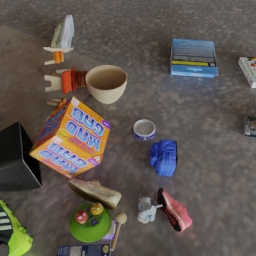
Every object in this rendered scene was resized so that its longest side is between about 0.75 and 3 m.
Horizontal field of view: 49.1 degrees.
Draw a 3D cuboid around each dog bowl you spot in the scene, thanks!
[{"bbox_3d":[0.625,0.074,10.708,0.821,0.323,0.821,0,47,0],"label":"dog bowl"}]

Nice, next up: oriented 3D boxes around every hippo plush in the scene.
[{"bbox_3d":[0.498,2.374,8.361,0.631,0.792,0.637,0,35,-29],"label":"hippo plush"}]

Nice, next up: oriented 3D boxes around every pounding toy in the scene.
[{"bbox_3d":[-0.903,2.519,7.808,1.555,0.722,1.200,14,42,15],"label":"pounding toy"}]

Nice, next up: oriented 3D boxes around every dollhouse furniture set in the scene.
[{"bbox_3d":[-2.374,-1.903,11.230,1.331,2.584,2.556,0,16,-2],"label":"dollhouse furniture set"}]

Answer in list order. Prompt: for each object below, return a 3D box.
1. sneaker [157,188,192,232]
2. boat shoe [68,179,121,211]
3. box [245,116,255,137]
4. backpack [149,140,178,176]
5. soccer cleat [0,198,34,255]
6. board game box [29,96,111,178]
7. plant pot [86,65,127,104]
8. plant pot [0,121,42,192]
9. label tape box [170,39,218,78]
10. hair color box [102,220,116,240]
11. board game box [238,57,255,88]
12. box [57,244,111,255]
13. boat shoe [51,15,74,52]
[{"bbox_3d":[1.401,2.434,8.517,0.620,0.527,1.430,-12,52,-27],"label":"sneaker"},{"bbox_3d":[-1.057,1.950,8.743,1.765,0.637,0.573,18,50,22],"label":"boat shoe"},{"bbox_3d":[5.186,-0.010,10.615,1.321,0.249,0.902,7,46,26],"label":"box"},{"bbox_3d":[1.193,1.063,9.450,0.916,0.887,1.092,1,56,-1],"label":"backpack"},{"bbox_3d":[-3.623,2.754,8.001,0.908,0.756,2.240,-40,60,-22],"label":"soccer cleat"},{"bbox_3d":[-1.831,0.348,9.095,1.642,1.643,1.642,38,43,-26],"label":"board game box"},{"bbox_3d":[-0.873,-1.692,11.780,1.686,1.132,1.686,0,48,0],"label":"plant pot"},{"bbox_3d":[-3.823,1.071,8.975,1.484,1.669,1.673,-17,50,-7],"label":"plant pot"},{"bbox_3d":[3.034,-3.061,13.192,2.031,0.892,2.817,5,48,5],"label":"label tape box"},{"bbox_3d":[-0.818,2.919,8.118,0.866,0.281,0.473,5,43,3],"label":"hair color box"},{"bbox_3d":[6.150,-2.654,13.189,1.266,0.347,2.006,-2,47,-1],"label":"board game box"},{"bbox_3d":[-1.176,3.566,7.384,1.489,0.241,0.902,-7,47,10],"label":"box"},{"bbox_3d":[-3.503,-5.165,15.067,0.896,1.040,2.889,-1,50,1],"label":"boat shoe"}]
